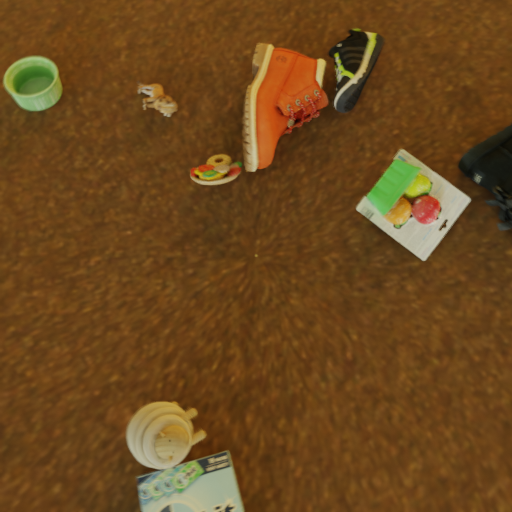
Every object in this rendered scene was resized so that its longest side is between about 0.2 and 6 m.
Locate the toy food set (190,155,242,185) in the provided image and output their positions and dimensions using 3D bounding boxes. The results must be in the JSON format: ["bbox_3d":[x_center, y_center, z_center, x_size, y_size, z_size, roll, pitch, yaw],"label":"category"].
[{"bbox_3d":[-0.741,-1.590,10.419,0.980,0.238,0.970,-25,35,-30],"label":"toy food set"}]

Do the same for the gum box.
[{"bbox_3d":[-0.850,3.785,7.946,1.373,0.360,1.616,-14,64,-7],"label":"gum box"}]

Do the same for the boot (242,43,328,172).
[{"bbox_3d":[0.563,-2.848,10.825,1.611,1.127,3.004,11,63,1],"label":"boot"}]

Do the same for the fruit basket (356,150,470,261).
[{"bbox_3d":[2.807,-0.921,10.081,1.550,0.727,1.436,37,86,-2],"label":"fruit basket"}]

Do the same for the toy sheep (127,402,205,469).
[{"bbox_3d":[-1.374,2.559,8.070,1.002,1.454,1.002,5,79,-31],"label":"toy sheep"}]

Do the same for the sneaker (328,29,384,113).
[{"bbox_3d":[1.844,-3.826,11.445,0.959,0.831,2.317,24,57,6],"label":"sneaker"}]

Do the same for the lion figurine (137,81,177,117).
[{"bbox_3d":[-2.022,-3.260,11.402,0.646,0.382,1.054,-13,60,-14],"label":"lion figurine"}]

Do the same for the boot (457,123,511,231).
[{"bbox_3d":[5.263,-1.524,10.221,2.595,0.960,2.126,-32,66,-7],"label":"boot"}]

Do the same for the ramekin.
[{"bbox_3d":[-4.505,-3.474,11.415,1.059,0.518,1.059,0,64,0],"label":"ramekin"}]
